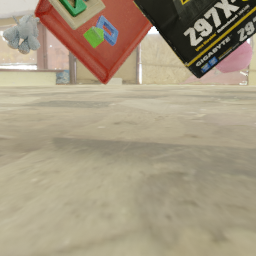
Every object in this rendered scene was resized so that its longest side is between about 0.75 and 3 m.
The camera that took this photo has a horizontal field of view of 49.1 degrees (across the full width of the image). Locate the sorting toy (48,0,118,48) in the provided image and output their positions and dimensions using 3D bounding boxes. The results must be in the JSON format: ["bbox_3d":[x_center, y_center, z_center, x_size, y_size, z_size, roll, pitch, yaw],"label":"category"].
[{"bbox_3d":[-0.920,-2.245,4.258,0.320,2.348,1.322,-30,21,34],"label":"sorting toy"}]

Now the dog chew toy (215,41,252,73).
[{"bbox_3d":[2.965,-2.569,8.218,1.128,1.811,1.128,-14,9,2],"label":"dog chew toy"}]

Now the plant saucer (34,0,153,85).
[{"bbox_3d":[-0.737,-2.823,6.702,2.670,2.675,0.491,-43,3,42],"label":"plant saucer"}]

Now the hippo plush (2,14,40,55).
[{"bbox_3d":[-2.377,-2.215,6.301,0.748,0.939,0.755,-6,45,-5],"label":"hippo plush"}]

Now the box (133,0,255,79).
[{"bbox_3d":[1.554,-2.379,4.669,2.548,2.034,0.629,-39,-32,18],"label":"box"}]
